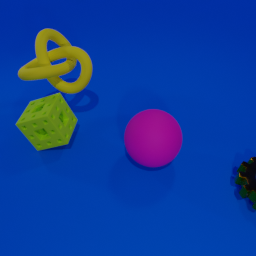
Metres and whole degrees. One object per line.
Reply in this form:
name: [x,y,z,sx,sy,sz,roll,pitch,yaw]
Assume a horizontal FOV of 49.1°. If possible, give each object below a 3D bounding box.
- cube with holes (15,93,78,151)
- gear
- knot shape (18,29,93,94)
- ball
cube with holes: [-1.979,-0.148,6.976,0.918,0.918,0.918,-13,38,20]
gear: [3.033,1.231,5.937,1.438,0.266,1.438,6,41,-5]
knot shape: [-1.831,-1.774,7.169,1.812,0.837,1.696,1,63,-10]
ball: [0.568,0.231,6.372,1.309,1.309,1.309,0,42,0]
